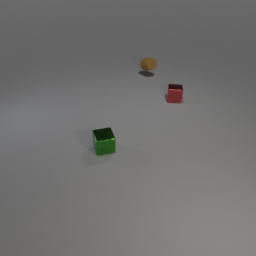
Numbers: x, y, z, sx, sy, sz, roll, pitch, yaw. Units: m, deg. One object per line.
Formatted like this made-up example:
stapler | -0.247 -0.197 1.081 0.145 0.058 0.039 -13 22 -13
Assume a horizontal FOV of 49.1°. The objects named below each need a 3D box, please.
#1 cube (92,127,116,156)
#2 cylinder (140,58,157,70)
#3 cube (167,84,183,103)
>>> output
cube | -0.877 0.491 10.213 0.700 0.700 0.700 -10 40 -15
cylinder | 1.179 -3.660 16.049 0.700 0.700 0.700 -21 21 -29
cube | 2.282 -1.682 13.648 0.700 0.700 0.700 4 32 5
